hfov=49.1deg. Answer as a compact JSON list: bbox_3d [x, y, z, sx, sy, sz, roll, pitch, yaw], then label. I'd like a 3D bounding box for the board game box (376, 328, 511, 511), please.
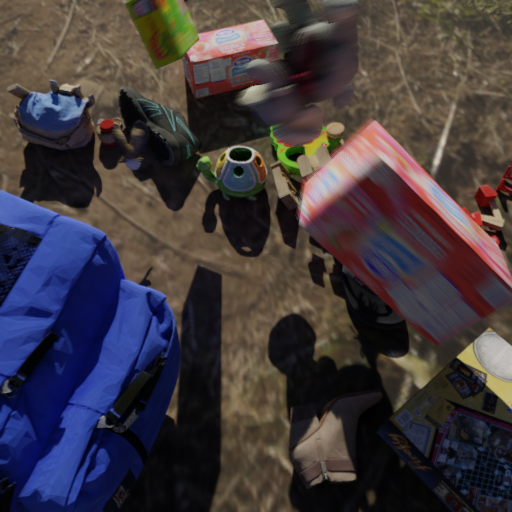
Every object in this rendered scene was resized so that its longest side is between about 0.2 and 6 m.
[{"bbox_3d":[3.696,2.681,9.010,3.063,0.530,2.075,-27,60,-34],"label":"board game box"}]

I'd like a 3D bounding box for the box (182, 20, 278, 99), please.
[{"bbox_3d":[-0.672,-4.957,14.101,2.247,1.153,1.064,-17,58,-10],"label":"box"}]

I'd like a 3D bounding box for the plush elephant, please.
[{"bbox_3d":[0.665,-3.176,9.909,2.003,2.587,2.131,-40,49,-7],"label":"plush elephant"}]

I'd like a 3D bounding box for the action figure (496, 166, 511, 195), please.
[{"bbox_3d":[6.370,-1.264,12.086,2.146,0.555,0.702,28,59,14],"label":"action figure"}]

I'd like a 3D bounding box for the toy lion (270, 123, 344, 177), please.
[{"bbox_3d":[1.050,-2.619,12.978,1.720,0.616,1.795,20,59,21],"label":"toy lion"}]

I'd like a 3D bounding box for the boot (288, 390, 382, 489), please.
[{"bbox_3d":[1.398,3.030,9.250,1.829,0.642,1.337,-11,64,-7],"label":"boot"}]

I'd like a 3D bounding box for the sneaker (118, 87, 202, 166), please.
[{"bbox_3d":[-2.310,-3.078,13.146,1.017,0.967,2.565,-27,66,-33],"label":"sneaker"}]

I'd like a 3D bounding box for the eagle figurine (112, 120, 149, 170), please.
[{"bbox_3d":[-2.499,-2.174,11.002,0.642,0.851,0.645,20,40,2],"label":"eagle figurine"}]

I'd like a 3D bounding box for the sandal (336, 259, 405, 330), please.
[{"bbox_3d":[2.088,0.273,11.014,1.005,0.566,2.644,-16,58,-10],"label":"sandal"}]

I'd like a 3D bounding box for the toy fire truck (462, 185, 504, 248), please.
[{"bbox_3d":[4.772,-0.708,11.771,1.102,0.381,1.562,-15,58,-10],"label":"toy fire truck"}]

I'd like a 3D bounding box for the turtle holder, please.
[{"bbox_3d":[-0.457,-1.913,12.191,1.408,1.000,1.069,28,62,17],"label":"turtle holder"}]

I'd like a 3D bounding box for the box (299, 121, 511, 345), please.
[{"bbox_3d":[2.252,-0.287,8.449,3.030,1.555,1.434,40,30,-16],"label":"box"}]

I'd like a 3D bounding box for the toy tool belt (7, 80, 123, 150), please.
[{"bbox_3d":[-4.341,-3.240,12.787,2.361,1.451,1.474,6,57,4],"label":"toy tool belt"}]

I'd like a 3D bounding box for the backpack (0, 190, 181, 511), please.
[{"bbox_3d":[-3.659,2.229,7.608,4.291,4.155,5.114,20,58,10],"label":"backpack"}]

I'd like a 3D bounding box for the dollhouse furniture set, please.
[{"bbox_3d":[1.121,-1.741,11.989,1.380,1.210,0.917,-24,57,17],"label":"dollhouse furniture set"}]

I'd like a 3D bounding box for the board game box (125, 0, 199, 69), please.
[{"bbox_3d":[-1.660,-4.303,10.355,0.540,1.151,2.266,-19,26,13],"label":"board game box"}]
